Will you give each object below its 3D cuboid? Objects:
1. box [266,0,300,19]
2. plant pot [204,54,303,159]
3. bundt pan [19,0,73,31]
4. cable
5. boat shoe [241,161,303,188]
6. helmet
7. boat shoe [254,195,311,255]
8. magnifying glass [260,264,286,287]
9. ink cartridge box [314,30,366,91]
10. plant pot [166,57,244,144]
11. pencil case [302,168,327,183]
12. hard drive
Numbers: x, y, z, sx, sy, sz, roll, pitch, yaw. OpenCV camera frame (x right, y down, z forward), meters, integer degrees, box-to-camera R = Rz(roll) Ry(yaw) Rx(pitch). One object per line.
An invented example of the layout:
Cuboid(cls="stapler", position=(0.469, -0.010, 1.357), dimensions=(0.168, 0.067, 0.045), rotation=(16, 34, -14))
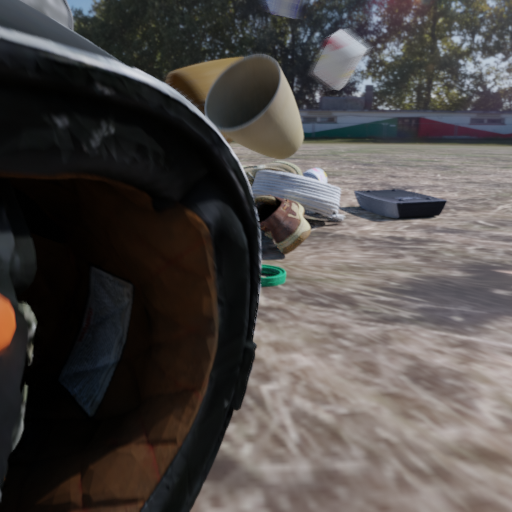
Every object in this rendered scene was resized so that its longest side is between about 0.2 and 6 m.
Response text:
Cuboid(cls="box", position=(0.449, -4.152, 8.636), dimensions=(0.391, 0.685, 0.745), rotation=(5, 41, -14))
Cuboid(cls="plant pot", position=(0.115, -1.738, 7.108), dimensions=(1.077, 1.077, 1.149), rotation=(11, -16, 37))
Cuboid(cls="bundt pan", position=(-3.679, -3.017, 6.754), dimensions=(2.664, 2.664, 1.000), rotation=(0, 5, 0))
Cuboid(cls="cable", position=(0.821, -1.278, 11.619), dimensions=(1.882, 0.652, 1.883), rotation=(14, 0, 33))
Cuboid(cls="boat shoe", position=(0.005, -1.993, 15.202), dimensions=(2.857, 1.031, 0.928), rotation=(10, 26, 41))
Cuboid(cls="helmet", position=(-1.760, 0.170, 2.345), dimensions=(2.924, 3.067, 3.067), rotation=(16, 19, 23))
Cuboid(cls="boat shoe", position=(0.295, -0.750, 9.796), dimensions=(0.847, 0.845, 2.347), rotation=(-43, 17, 10))
Cuboid(cls="magnifying glass", position=(-0.224, 0.185, 8.007), dimensions=(0.649, 0.183, 1.630), rotation=(-12, 20, -38))
Cuboid(cls="ink cartridge box", position=(1.380, -3.252, 9.330), dimensions=(0.561, 0.773, 0.322), rotation=(39, 54, 5))
Cuboid(cls="plant pot", position=(-0.496, -2.893, 10.085), dimensions=(1.693, 1.578, 1.578), rotation=(-34, 28, -22))
Cuboid(cls="pencil case", position=(1.670, -2.206, 16.566), dimensions=(0.744, 0.682, 1.640), rotation=(11, 16, 10))
Cuboid(cls="hard drive", position=(3.309, -1.246, 13.150), dimensions=(1.420, 0.446, 2.106), rotation=(-4, 14, -15))
